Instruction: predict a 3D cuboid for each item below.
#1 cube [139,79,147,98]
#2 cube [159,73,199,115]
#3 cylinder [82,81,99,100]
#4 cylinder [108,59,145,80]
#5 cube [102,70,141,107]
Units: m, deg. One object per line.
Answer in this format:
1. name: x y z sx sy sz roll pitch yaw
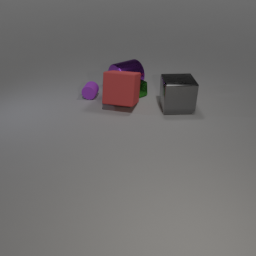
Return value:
1. cube: 0.474 -1.950 13.814 0.700 0.700 0.700 -26 39 -29
2. cube: 2.209 -1.527 12.464 1.400 1.400 1.400 -2 31 -3
3. cylinder: -1.834 -1.834 13.661 0.700 0.700 0.700 5 31 8
4. cylinder: -0.096 -2.741 14.507 1.400 1.400 1.400 -22 37 -32
5. cube: -0.274 -1.813 12.628 1.400 1.400 1.400 7 15 12
